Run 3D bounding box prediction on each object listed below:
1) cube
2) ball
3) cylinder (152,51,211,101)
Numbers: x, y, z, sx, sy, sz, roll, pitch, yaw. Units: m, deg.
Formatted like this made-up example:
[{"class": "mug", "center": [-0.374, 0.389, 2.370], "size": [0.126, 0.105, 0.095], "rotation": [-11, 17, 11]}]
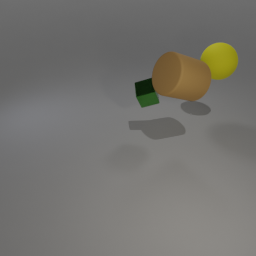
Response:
[{"class": "cube", "center": [0.692, -1.272, 10.161], "size": [0.700, 0.700, 0.700], "rotation": [-14, 55, 14]}, {"class": "ball", "center": [3.515, -2.575, 10.846], "size": [1.400, 1.400, 1.400], "rotation": [0, 30, 0]}, {"class": "cylinder", "center": [1.746, -1.659, 9.198], "size": [1.400, 1.400, 1.400], "rotation": [5, 23, -36]}]
